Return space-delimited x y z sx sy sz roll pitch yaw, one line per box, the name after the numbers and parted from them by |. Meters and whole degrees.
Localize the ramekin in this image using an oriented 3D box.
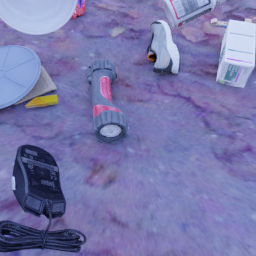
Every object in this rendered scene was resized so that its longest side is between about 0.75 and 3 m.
-2.305 -3.406 6.748 2.063 2.063 1.083 -17 34 -13 | ramekin

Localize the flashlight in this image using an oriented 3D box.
-0.611 -0.951 8.467 1.009 1.013 2.980 30 38 -35 | flashlight

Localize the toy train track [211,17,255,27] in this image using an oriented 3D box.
4.482 -4.276 11.372 2.154 0.350 1.235 8 53 7 | toy train track

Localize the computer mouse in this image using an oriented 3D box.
-1.614 1.000 4.183 0.495 1.510 2.151 -51 46 16 | computer mouse

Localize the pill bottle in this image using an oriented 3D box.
1.454 -2.779 6.130 1.239 0.706 0.706 -24 54 6 | pill bottle

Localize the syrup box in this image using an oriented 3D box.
3.762 -2.617 9.706 0.988 0.955 2.427 14 54 10 | syrup box

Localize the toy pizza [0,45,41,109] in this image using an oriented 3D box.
-4.056 -1.620 9.091 2.645 0.419 2.645 -4 60 7 | toy pizza

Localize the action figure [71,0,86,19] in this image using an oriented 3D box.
-2.324 -5.714 12.275 0.981 0.775 2.999 -1 55 -4 | action figure

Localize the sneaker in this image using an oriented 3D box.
1.102 -2.951 9.999 1.036 0.966 2.613 -10 53 -2 | sneaker

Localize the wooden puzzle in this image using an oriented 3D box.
-3.272 -1.408 9.235 1.627 0.282 2.412 -17 53 -18 | wooden puzzle
